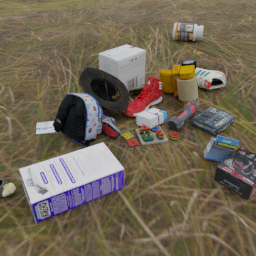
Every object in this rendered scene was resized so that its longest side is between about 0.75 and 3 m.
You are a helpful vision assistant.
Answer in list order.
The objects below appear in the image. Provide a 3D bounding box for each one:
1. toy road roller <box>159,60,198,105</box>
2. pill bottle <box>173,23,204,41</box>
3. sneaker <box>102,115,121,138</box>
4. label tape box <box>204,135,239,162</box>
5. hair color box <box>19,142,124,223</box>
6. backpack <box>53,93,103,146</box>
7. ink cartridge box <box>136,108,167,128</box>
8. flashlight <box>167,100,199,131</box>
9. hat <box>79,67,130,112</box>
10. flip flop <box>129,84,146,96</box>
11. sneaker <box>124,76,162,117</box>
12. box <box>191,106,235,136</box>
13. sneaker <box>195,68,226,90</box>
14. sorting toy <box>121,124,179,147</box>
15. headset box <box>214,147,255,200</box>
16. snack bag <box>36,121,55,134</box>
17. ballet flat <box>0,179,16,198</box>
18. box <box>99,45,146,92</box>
[{"bbox_3d":[2.362,-2.142,13.262,1.803,1.518,2.470,-4,28,15],"label":"toy road roller"},{"bbox_3d":[4.448,-7.093,20.734,2.120,1.234,1.234,8,35,14],"label":"pill bottle"},{"bbox_3d":[-0.731,-0.166,11.042,0.761,0.631,1.592,-24,41,-34],"label":"sneaker"},{"bbox_3d":[3.095,0.632,9.340,0.752,1.050,0.347,14,37,-4],"label":"label tape box"},{"bbox_3d":[-1.635,1.512,8.337,2.736,0.887,1.496,-16,38,-25],"label":"hair color box"},{"bbox_3d":[-1.734,-0.445,10.463,1.805,1.719,1.390,22,28,30],"label":"backpack"},{"bbox_3d":[0.968,-0.407,11.399,1.055,0.453,0.772,-22,31,-40],"label":"ink cartridge box"},{"bbox_3d":[2.269,-0.540,11.642,1.800,0.612,0.609,-35,9,-37],"label":"flashlight"},{"bbox_3d":[-1.142,-1.431,11.899,2.439,0.984,2.439,24,45,-27],"label":"hat"},{"bbox_3d":[0.812,-1.902,13.550,1.569,0.636,0.452,-6,56,0],"label":"flip flop"},{"bbox_3d":[0.678,-1.516,12.342,0.942,1.389,2.404,22,40,29],"label":"sneaker"},{"bbox_3d":[3.498,-0.316,11.475,1.160,0.375,1.471,28,42,36],"label":"box"},{"bbox_3d":[3.763,-2.458,14.189,2.480,0.873,1.159,6,29,3],"label":"sneaker"},{"bbox_3d":[0.832,0.183,10.761,2.118,0.358,1.021,-8,35,-11],"label":"sorting toy"},{"bbox_3d":[3.575,1.399,8.722,1.628,0.611,1.210,-28,43,-35],"label":"headset box"},{"bbox_3d":[-3.311,-0.014,11.289,0.784,0.089,0.831,-5,34,-7],"label":"snack bag"},{"bbox_3d":[-4.232,1.668,8.400,1.864,0.529,0.619,10,35,14],"label":"ballet flat"},{"bbox_3d":[-0.269,-2.770,13.652,1.304,1.995,1.984,28,43,34],"label":"box"}]
